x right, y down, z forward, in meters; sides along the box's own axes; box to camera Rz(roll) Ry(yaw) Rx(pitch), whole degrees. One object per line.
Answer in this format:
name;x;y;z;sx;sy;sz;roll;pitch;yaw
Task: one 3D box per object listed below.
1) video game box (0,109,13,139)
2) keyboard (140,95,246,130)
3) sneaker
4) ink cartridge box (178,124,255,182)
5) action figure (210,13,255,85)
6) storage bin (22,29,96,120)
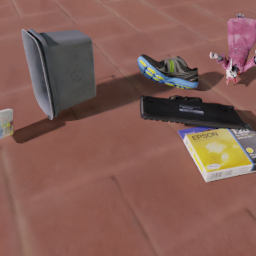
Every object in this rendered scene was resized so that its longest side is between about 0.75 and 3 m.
video game box;-3.607;-0.096;7.932;0.198;0.772;0.847;9;16;16
keyboard;1.794;-0.501;8.274;2.904;0.373;1.744;7;32;-3
sneaker;1.391;-2.041;9.636;2.363;0.838;0.979;14;84;-19
ink cartridge box;2.663;0.443;7.792;1.978;0.470;2.002;-10;45;-9
action figure;3.930;-2.714;10.167;1.651;2.465;1.836;16;1;17
storage bin;-2.066;-1.848;8.767;1.720;2.561;1.864;-21;41;-27
